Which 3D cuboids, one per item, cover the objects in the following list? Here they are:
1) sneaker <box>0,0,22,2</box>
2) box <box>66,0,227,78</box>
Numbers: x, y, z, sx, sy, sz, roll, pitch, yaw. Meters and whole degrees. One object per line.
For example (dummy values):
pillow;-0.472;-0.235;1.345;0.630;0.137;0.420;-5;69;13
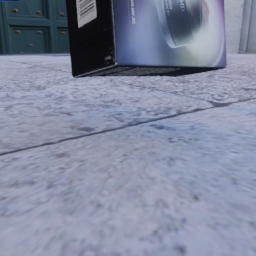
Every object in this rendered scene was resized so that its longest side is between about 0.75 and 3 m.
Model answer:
sneaker;-1.112;-1.962;3.298;1.044;0.877;2.662;45;49;6
box;0.407;-2.540;5.618;2.861;2.884;1.778;-8;7;-35
